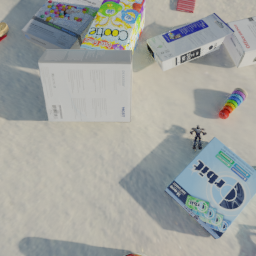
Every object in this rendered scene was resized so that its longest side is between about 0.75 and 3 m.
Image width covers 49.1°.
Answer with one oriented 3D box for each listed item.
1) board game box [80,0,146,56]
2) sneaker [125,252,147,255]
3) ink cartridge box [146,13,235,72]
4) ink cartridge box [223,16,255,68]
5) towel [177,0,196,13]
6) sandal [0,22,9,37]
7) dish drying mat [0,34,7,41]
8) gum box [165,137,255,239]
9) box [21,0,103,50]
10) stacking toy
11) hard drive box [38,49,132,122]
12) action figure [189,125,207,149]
[{"bbox_3d":[-0.460,-3.291,10.024,1.459,1.433,2.781,16,67,7],"label":"board game box"},{"bbox_3d":[1.041,4.127,6.765,2.997,1.273,1.154,26,68,11],"label":"sneaker"},{"bbox_3d":[2.238,-3.147,10.185,2.846,0.558,1.415,-23,54,-3],"label":"ink cartridge box"},{"bbox_3d":[4.766,-3.241,10.263,2.107,0.873,1.546,-14,64,-4],"label":"ink cartridge box"},{"bbox_3d":[2.427,-5.213,11.619,0.736,0.114,1.018,12,68,3],"label":"towel"},{"bbox_3d":[-5.398,-3.422,10.447,0.734,0.658,2.001,31,71,21],"label":"sandal"},{"bbox_3d":[-5.117,-3.393,10.814,0.335,0.079,0.873,40,71,15],"label":"dish drying mat"},{"bbox_3d":[2.570,1.693,8.281,2.282,0.508,1.939,-42,72,-17],"label":"gum box"},{"bbox_3d":[-2.424,-4.175,10.913,2.120,0.560,2.720,26,67,11],"label":"box"},{"bbox_3d":[3.503,-0.774,9.462,0.520,0.520,1.219,37,78,15],"label":"stacking toy"},{"bbox_3d":[-1.190,-1.276,8.674,2.652,2.067,1.019,1,36,0],"label":"hard drive box"},{"bbox_3d":[2.245,0.266,8.966,0.543,0.289,0.834,0,69,18],"label":"action figure"}]
